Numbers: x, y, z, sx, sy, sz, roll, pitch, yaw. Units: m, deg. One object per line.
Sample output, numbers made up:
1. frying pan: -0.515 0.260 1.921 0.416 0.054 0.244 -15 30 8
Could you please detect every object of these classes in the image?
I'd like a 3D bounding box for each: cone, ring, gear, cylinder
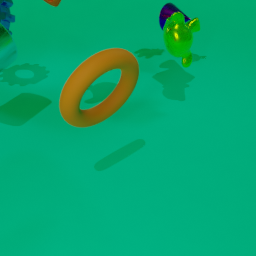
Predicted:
1. cone: 1.580 -3.367 8.615 0.892 0.892 0.895 -26 35 -31
2. ring: -0.406 -0.577 4.301 1.438 1.438 0.288 -28 64 -33
3. gear: -3.979 -3.118 7.884 1.807 1.807 0.334 17 13 22
4. cylinder: -3.354 -1.661 6.183 1.256 1.256 1.256 16 52 21

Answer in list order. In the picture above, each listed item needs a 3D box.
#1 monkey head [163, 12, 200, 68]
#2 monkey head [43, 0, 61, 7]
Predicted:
1. monkey head: 1.382 -2.289 6.909 1.048 1.456 0.878 -21 40 4
2. monkey head: -1.270 -3.073 5.361 1.794 1.291 1.081 25 27 -37
